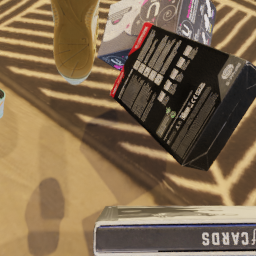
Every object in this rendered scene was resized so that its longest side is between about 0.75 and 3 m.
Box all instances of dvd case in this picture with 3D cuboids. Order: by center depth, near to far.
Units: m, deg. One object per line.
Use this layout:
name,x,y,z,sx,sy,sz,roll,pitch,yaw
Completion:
dvd case,1.101,1.183,3.497,2.888,2.171,0.357,1,77,-2

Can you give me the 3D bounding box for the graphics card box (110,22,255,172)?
graphics card box,0.718,-0.657,4.497,0.632,1.559,2.485,17,18,-35

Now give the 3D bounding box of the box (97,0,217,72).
box,0.624,-2.263,6.643,2.365,1.357,1.562,2,75,43

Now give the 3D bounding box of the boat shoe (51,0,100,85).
boat shoe,-0.985,-1.971,5.188,0.903,0.810,2.439,6,78,-10

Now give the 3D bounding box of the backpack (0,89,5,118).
backpack,-3.259,-0.571,5.793,1.319,1.011,1.159,26,25,19
